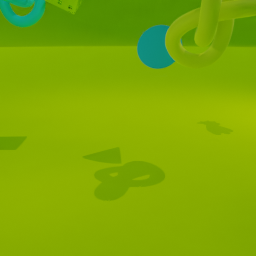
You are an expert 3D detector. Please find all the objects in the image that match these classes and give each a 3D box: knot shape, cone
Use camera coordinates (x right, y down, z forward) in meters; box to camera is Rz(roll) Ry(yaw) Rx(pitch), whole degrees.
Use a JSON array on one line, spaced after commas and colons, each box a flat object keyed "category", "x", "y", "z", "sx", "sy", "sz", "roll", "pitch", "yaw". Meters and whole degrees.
[{"category": "knot shape", "x": 1.410, "y": -1.810, "z": 4.586, "sx": 1.770, "sy": 0.818, "sz": 1.656, "roll": -38, "pitch": -17, "yaw": 11}, {"category": "knot shape", "x": -2.612, "y": -3.070, "z": 6.551, "sx": 1.582, "sy": 1.480, "sz": 0.731, "roll": -42, "pitch": 2, "yaw": -40}, {"category": "cone", "x": 0.732, "y": -1.588, "z": 6.057, "sx": 0.907, "sy": 0.907, "sz": 0.910, "roll": 5, "pitch": -5, "yaw": 14}]

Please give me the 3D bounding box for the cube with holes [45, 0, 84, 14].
[{"category": "cube with holes", "x": -1.346, "y": -3.179, "z": 6.241, "sx": 0.738, "sy": 0.738, "sz": 0.738, "roll": 23, "pitch": 48, "yaw": -10}]
